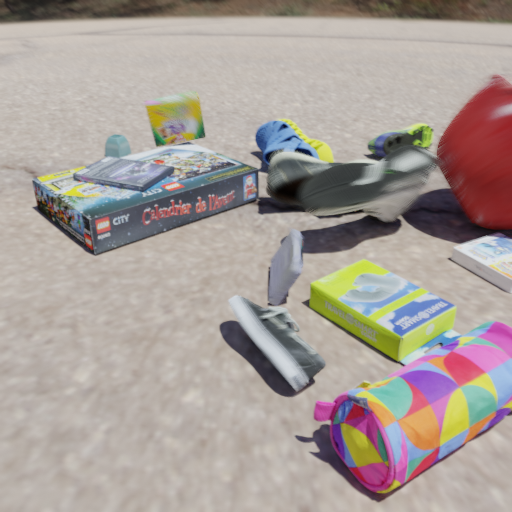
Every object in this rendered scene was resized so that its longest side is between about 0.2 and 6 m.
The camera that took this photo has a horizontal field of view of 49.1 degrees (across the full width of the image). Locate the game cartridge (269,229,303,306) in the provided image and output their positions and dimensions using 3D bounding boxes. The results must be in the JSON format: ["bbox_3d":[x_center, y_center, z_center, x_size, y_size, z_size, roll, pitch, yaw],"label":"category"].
[{"bbox_3d":[0.487,0.163,9.101,0.235,0.793,1.223,30,31,-15],"label":"game cartridge"}]

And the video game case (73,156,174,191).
[{"bbox_3d":[-2.738,-1.729,11.643,1.695,0.161,1.211,12,31,20],"label":"video game case"}]

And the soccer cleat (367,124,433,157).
[{"bbox_3d":[3.974,-3.188,15.317,2.263,0.732,0.946,-19,22,-35],"label":"soccer cleat"}]

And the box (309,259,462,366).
[{"bbox_3d":[1.920,0.800,8.321,1.249,0.488,2.048,-22,35,-32],"label":"box"}]

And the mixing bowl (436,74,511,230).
[{"bbox_3d":[4.600,-1.701,10.869,1.698,3.136,3.136,-30,23,19],"label":"mixing bowl"}]

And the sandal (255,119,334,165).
[{"bbox_3d":[0.672,-2.637,13.973,1.242,1.134,2.853,-19,32,-23],"label":"sandal"}]

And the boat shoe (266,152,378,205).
[{"bbox_3d":[1.732,-1.402,11.687,3.072,1.103,1.039,7,36,3],"label":"boat shoe"}]

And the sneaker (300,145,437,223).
[{"bbox_3d":[2.067,-0.998,10.568,2.697,1.552,1.018,-18,56,-14],"label":"sneaker"}]

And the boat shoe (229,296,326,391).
[{"bbox_3d":[0.261,1.013,7.554,0.615,0.665,1.800,-37,39,-9],"label":"boat shoe"}]

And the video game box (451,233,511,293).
[{"bbox_3d":[4.336,0.087,9.795,1.203,0.309,1.320,-18,33,-24],"label":"video game box"}]

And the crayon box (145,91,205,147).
[{"bbox_3d":[-1.906,-3.240,13.305,1.233,1.064,0.359,-13,40,-6],"label":"crayon box"}]

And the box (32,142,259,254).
[{"bbox_3d":[-2.307,-1.430,12.045,3.988,0.752,2.723,-22,36,-34],"label":"box"}]

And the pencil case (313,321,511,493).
[{"bbox_3d":[1.996,1.585,6.286,2.600,1.149,1.149,-15,32,-29],"label":"pencil case"}]

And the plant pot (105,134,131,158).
[{"bbox_3d":[-3.744,-2.970,15.083,0.529,0.541,0.531,12,31,20],"label":"plant pot"}]
